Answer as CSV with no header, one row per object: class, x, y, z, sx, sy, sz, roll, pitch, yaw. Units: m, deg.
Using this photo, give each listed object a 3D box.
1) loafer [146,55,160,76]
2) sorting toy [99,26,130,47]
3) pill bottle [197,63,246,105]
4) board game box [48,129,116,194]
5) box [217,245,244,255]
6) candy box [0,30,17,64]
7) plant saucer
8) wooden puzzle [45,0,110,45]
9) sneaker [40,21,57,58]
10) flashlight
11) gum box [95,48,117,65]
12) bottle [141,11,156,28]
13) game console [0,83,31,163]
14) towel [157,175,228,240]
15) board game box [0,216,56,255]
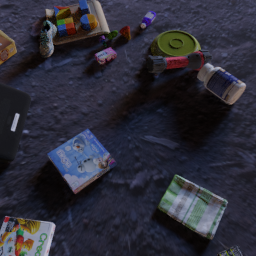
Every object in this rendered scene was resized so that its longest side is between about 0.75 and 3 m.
loafer,1.006,-2.501,11.459,0.371,0.325,1.032,2,58,-35
sorting toy,-0.497,-3.960,12.355,1.566,0.543,0.539,-26,84,-18
pill bottle,3.460,-1.701,10.513,0.916,0.916,1.651,-37,64,-22
board game box,-1.493,1.021,9.066,1.596,0.348,1.603,-34,63,-19
box,2.855,3.620,7.450,0.632,0.175,0.788,-18,56,-12
candy box,-6.188,-2.944,11.170,1.706,0.826,2.924,40,65,4
plant saucer,2.082,-3.549,12.084,2.181,0.339,2.181,0,57,0
wooden puzzle,-2.385,-5.050,12.888,2.681,0.621,2.484,-12,58,-8
sneaker,-3.506,-3.769,11.828,0.623,0.693,1.605,3,77,11
flashlight,2.028,-2.564,10.979,2.484,0.841,0.844,-9,61,-16
gum box,-0.913,-3.026,11.768,0.829,0.274,0.471,-31,61,-19
bottle,0.920,-5.031,13.051,0.431,0.337,1.031,23,60,13
game console,-5.093,-0.134,9.762,2.538,1.680,2.886,21,52,-28
towel,1.921,2.274,8.297,1.756,0.269,1.310,27,60,17
board game box,-2.903,3.556,7.375,1.399,0.383,2.216,6,57,3
